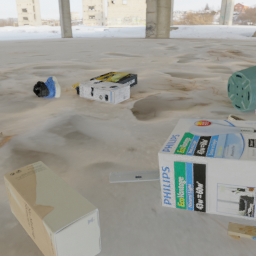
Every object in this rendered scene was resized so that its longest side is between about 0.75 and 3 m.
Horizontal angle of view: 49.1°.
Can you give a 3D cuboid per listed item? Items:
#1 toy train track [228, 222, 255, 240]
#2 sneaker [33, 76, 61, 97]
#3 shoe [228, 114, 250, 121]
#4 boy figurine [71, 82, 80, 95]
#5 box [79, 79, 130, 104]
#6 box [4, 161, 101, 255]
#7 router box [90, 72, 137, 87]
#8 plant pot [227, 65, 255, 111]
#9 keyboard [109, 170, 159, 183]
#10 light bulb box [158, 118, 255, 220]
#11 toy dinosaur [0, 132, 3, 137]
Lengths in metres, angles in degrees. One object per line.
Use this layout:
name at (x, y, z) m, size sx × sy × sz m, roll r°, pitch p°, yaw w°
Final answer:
toy train track at (3.217, 2.305, 5.543) m, size 2.334 × 0.380 × 1.339 m, roll 4°, pitch 30°, yaw 23°
sneaker at (-4.659, -2.334, 15.663) m, size 1.316 × 0.908 × 2.365 m, roll -2°, pitch 28°, yaw -26°
shoe at (4.589, 0.129, 10.210) m, size 0.842 × 0.642 × 2.407 m, roll -14°, pitch 27°, yaw -30°
boy figurine at (-2.875, -2.308, 16.176) m, size 0.873 × 0.452 × 1.404 m, roll 0°, pitch 20°, yaw -22°
box at (-1.274, -1.989, 15.079) m, size 2.436 × 0.732 × 1.421 m, roll 15°, pitch 27°, yaw 32°
box at (-1.633, 1.732, 5.858) m, size 0.927 × 1.133 × 2.386 m, roll -20°, pitch 29°, yaw -37°
router box at (-0.815, -2.850, 17.185) m, size 1.969 × 0.654 × 2.504 m, roll 11°, pitch 25°, yaw 24°
plant pot at (6.234, -1.945, 13.153) m, size 2.463 × 2.515 × 2.515 m, roll -14°, pitch 25°, yaw -10°
keyboard at (0.292, 1.381, 8.024) m, size 1.662 × 0.089 × 0.468 m, roll -2°, pitch 28°, yaw -5°
light bulb box at (2.250, 0.861, 7.077) m, size 2.438 × 1.521 × 2.417 m, roll 3°, pitch 22°, yaw 22°
toy dinosaur at (-5.085, 0.382, 9.746) m, size 1.022 × 0.647 × 1.508 m, roll -11°, pitch 39°, yaw 1°
